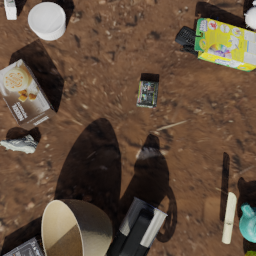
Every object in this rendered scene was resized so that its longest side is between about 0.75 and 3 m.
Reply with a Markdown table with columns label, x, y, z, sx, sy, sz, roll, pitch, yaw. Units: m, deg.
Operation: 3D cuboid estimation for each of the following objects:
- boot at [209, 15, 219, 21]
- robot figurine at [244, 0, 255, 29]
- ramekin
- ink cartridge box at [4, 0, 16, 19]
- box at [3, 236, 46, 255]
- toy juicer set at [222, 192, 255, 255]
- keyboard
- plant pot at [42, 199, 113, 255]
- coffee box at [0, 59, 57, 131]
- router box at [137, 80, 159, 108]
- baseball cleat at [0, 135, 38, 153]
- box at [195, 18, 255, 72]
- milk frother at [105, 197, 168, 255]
| label | x | y | z | sx | sy | sz | roll | pitch | yaw |
| --- | --- | --- | --- | --- | --- | --- | --- | --- | --- |
| boot | 3.595 | -4.399 | 11.767 | 0.391 | 0.301 | 0.806 | 8 | 73 | 4 |
| robot figurine | 5.541 | -4.616 | 11.511 | 1.586 | 0.896 | 1.345 | -18 | 97 | -4 |
| ramekin | -3.252 | -4.321 | 11.532 | 1.517 | 0.706 | 1.517 | 0 | 75 | 0 |
| ink cartridge box | -4.908 | -5.063 | 11.669 | 0.368 | 0.637 | 0.872 | -9 | 65 | -25 |
| box | -3.266 | 4.849 | 9.210 | 1.554 | 0.474 | 1.963 | -30 | 76 | -7 |
| toy juicer set | 4.237 | 3.591 | 9.479 | 2.973 | 0.809 | 1.891 | 28 | 93 | 1 |
| keyboard | 3.003 | -3.338 | 11.429 | 2.169 | 0.430 | 1.129 | 30 | 77 | 9 |
| plant pot | -1.447 | 3.343 | 8.895 | 1.611 | 2.400 | 2.400 | -2 | 70 | -44 |
| coffee box | -3.897 | -1.227 | 10.575 | 1.310 | 0.913 | 2.291 | -31 | 78 | -6 |
| router box | 0.768 | -1.309 | 10.931 | 0.774 | 0.321 | 1.032 | 7 | 75 | 2 |
| baseball cleat | -4.016 | 0.544 | 10.444 | 1.333 | 0.465 | 0.709 | 15 | 57 | 4 |
| box | 3.820 | -3.278 | 11.047 | 2.617 | 0.633 | 1.535 | 13 | 75 | -12 |
| milk frother | 0.742 | 3.651 | 8.885 | 2.189 | 1.976 | 2.059 | 30 | 78 | -7 |
